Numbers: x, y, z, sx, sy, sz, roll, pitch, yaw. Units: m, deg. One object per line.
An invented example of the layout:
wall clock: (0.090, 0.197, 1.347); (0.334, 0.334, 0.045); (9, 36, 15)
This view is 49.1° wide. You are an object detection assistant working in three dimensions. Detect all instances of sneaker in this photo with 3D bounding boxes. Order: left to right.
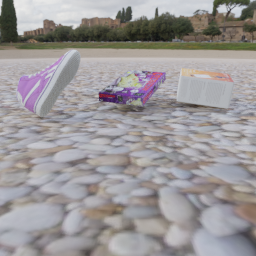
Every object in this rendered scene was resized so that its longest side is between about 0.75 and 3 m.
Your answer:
sneaker: (-2.792, -1.792, 9.474); (1.469, 2.576, 0.934); (30, -13, 17)

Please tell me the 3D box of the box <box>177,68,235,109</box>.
box: (3.005, -1.618, 11.146); (1.985, 1.055, 1.511); (9, 23, 7)

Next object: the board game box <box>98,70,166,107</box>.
board game box: (0.267, -1.660, 11.024); (1.751, 0.471, 2.917); (12, 31, 18)
